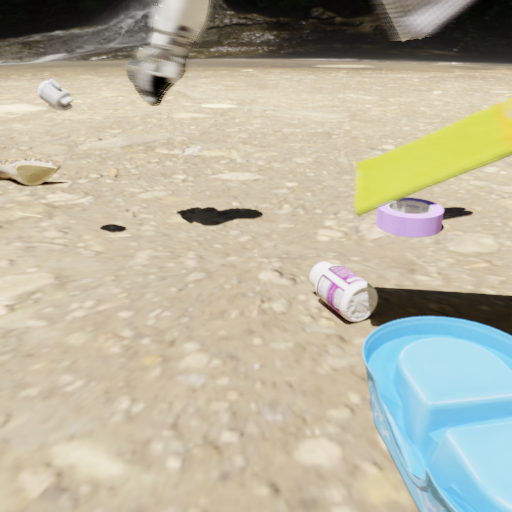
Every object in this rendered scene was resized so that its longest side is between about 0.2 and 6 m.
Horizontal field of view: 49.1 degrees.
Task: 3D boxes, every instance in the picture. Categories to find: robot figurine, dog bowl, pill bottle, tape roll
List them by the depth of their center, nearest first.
[{"bbox_3d":[1.917,1.543,4.700,1.646,0.732,2.953,-4,25,-8],"label":"dog bowl"},{"bbox_3d":[1.120,0.437,7.438,0.543,0.543,0.967,-11,26,-23],"label":"pill bottle"},{"bbox_3d":[-3.155,-2.508,8.764,0.595,0.505,0.336,36,43,6],"label":"robot figurine"},{"bbox_3d":[2.807,-0.723,10.272,1.172,0.385,1.172,-1,24,0],"label":"tape roll"}]

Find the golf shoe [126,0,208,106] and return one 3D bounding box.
[{"bbox_3d":[-1.285,-3.302,8.894,0.817,2.102,0.993,5,49,-37],"label":"golf shoe"}]

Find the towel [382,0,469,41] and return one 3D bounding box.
[{"bbox_3d":[2.609,-4.080,8.479,1.340,1.109,0.573,-40,34,0],"label":"towel"}]

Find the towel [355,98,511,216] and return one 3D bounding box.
[{"bbox_3d":[2.269,-1.232,5.961,2.632,0.238,1.133,-22,25,25],"label":"towel"}]

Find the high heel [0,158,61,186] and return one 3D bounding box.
[{"bbox_3d":[-5.377,-2.094,12.994,1.800,0.643,1.283,-11,31,-4],"label":"high heel"}]
